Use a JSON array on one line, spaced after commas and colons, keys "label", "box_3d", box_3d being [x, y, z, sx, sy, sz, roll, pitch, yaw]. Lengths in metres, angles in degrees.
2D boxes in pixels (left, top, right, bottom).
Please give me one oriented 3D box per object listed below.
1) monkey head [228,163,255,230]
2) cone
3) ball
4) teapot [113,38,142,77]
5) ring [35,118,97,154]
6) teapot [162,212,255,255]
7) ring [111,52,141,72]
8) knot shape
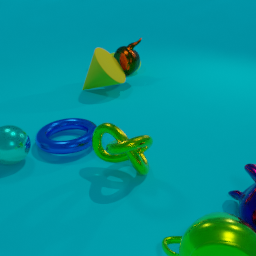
[{"label": "monkey head", "box_3d": [2.065, 1.147, 4.323, 1.144, 0.958, 1.590, 35, 10, -17]}, {"label": "cone", "box_3d": [-1.101, -1.732, 9.697, 1.456, 1.450, 1.450, -35, 16, 26]}, {"label": "ball", "box_3d": [-2.535, 0.357, 5.998, 0.854, 0.854, 0.854, 0, 29, 0]}, {"label": "teapot", "box_3d": [0.024, -2.509, 10.267, 0.852, 1.740, 1.082, -18, 55, -38]}, {"label": "ring", "box_3d": [-1.461, 0.162, 6.794, 1.529, 0.306, 1.529, -2, 27, 1]}, {"label": "teapot", "box_3d": [1.295, 1.581, 3.652, 1.761, 1.095, 0.862, -5, 14, 19]}, {"label": "ring", "box_3d": [-0.281, -2.735, 11.811, 1.653, 0.331, 1.653, 0, 42, 0]}, {"label": "knot shape", "box_3d": [-0.034, 0.391, 5.503, 1.389, 1.300, 0.642, 28, 70, -10]}]
